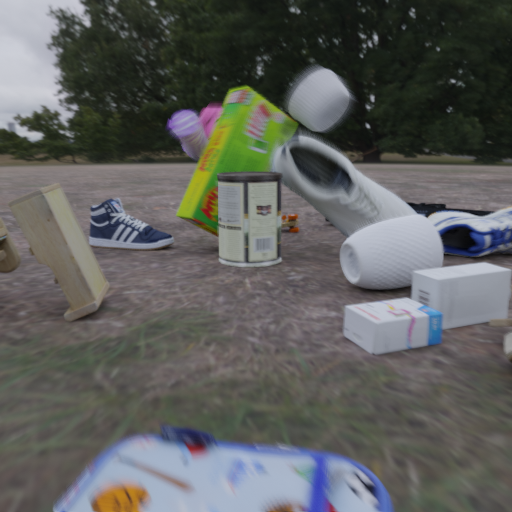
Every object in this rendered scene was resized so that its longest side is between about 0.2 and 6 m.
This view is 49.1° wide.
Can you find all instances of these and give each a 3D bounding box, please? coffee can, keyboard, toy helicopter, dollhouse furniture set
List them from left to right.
[{"bbox_3d":[-3.453,0.306,7.315,2.455,1.631,2.152,-23,13,-1],"label":"dollhouse furniture set"},{"bbox_3d":[-0.120,-0.706,10.331,1.194,1.632,1.194,0,12,0],"label":"coffee can"},{"bbox_3d":[0.516,-0.788,13.769,1.061,0.419,0.702,-9,15,-11],"label":"toy helicopter"},{"bbox_3d":[4.010,-0.976,14.516,3.907,0.501,2.346,8,21,31],"label":"keyboard"}]

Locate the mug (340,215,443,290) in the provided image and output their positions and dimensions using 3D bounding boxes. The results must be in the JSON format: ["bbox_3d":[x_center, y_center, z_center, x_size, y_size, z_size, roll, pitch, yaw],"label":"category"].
[{"bbox_3d":[1.925,0.050,8.642,1.259,1.060,1.436,-11,-15,-18],"label":"mug"}]

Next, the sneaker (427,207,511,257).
[{"bbox_3d":[4.513,-0.330,10.695,2.599,0.978,1.145,-4,20,21],"label":"sneaker"}]

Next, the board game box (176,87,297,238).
[{"bbox_3d":[-0.371,-1.810,11.582,1.463,2.879,0.686,27,-8,-34],"label":"board game box"}]

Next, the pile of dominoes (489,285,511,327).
[{"bbox_3d":[4.010,0.475,5.613,2.774,0.442,2.162,1,-8,-15],"label":"pile of dominoes"}]

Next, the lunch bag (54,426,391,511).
[{"bbox_3d":[-0.145,1.470,2.264,1.629,0.768,2.033,4,13,10],"label":"lunch bag"}]

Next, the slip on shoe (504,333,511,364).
[{"bbox_3d":[3.171,0.975,4.410,1.067,0.851,2.807,5,-9,-26],"label":"slip on shoe"}]

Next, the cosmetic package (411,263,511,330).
[{"bbox_3d":[2.570,0.494,7.027,1.206,0.681,0.489,-4,13,-25],"label":"cosmetic package"}]

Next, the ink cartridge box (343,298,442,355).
[{"bbox_3d":[1.536,0.781,6.345,0.904,0.383,0.653,-6,14,-22],"label":"ink cartridge box"}]

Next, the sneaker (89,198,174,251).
[{"bbox_3d":[-2.637,-0.672,11.674,1.866,1.012,0.654,2,12,12],"label":"sneaker"}]

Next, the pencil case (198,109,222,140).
[{"bbox_3d":[-0.692,-3.227,13.831,0.953,0.984,2.100,-48,33,-20],"label":"pencil case"}]

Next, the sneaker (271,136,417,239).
[{"bbox_3d":[1.733,-1.054,10.470,3.329,1.216,1.179,30,-2,0],"label":"sneaker"}]

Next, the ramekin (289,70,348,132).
[{"bbox_3d":[1.338,-3.137,11.544,1.210,1.210,0.635,-15,59,-50],"label":"ramekin"}]

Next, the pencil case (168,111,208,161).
[{"bbox_3d":[-1.376,-2.518,11.712,0.600,0.589,1.403,5,-12,5],"label":"pencil case"}]
